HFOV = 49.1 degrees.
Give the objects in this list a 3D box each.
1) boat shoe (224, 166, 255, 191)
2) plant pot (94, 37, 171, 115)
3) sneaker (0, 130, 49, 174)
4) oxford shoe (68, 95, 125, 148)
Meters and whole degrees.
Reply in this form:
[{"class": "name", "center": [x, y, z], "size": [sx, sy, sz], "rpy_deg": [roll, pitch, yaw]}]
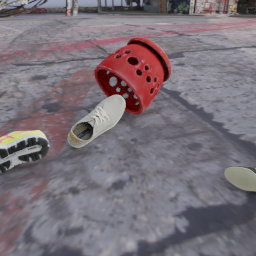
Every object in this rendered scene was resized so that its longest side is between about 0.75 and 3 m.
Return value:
[{"class": "boat shoe", "center": [2.722, 1.088, 5.999], "size": [1.288, 0.471, 0.404], "rpy_deg": [13, 19, 13]}, {"class": "plant pot", "center": [0.228, -1.826, 9.357], "size": [2.108, 2.108, 1.919], "rpy_deg": [25, 67, 40]}, {"class": "sneaker", "center": [-2.938, 0.527, 6.793], "size": [2.056, 0.804, 0.928], "rpy_deg": [-11, 25, -11]}, {"class": "oxford shoe", "center": [-0.805, -0.226, 7.720], "size": [2.027, 0.585, 0.762], "rpy_deg": [-41, 83, -21]}]
